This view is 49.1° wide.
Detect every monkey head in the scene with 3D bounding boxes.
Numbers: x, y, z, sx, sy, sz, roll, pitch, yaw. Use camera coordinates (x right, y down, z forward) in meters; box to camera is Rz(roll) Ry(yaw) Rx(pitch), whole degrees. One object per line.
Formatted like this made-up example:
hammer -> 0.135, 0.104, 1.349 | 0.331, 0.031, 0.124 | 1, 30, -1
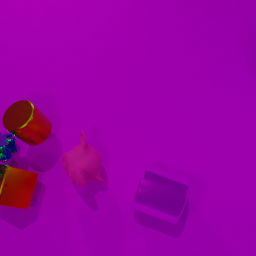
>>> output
monkey head -> -0.988, 0.884, 6.561 | 0.894, 1.068, 1.484 | -28, 110, -20

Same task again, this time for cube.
cube -> -2.796, 1.357, 6.550 | 0.858, 0.858, 0.858 | 0, 70, 36

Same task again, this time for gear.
gear -> -3.588, 0.548, 6.493 | 1.853, 1.853, 0.343 | -6, 107, -2

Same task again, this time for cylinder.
cylinder -> -2.350, -0.111, 6.592 | 0.823, 0.823, 0.823 | -8, 60, 14
cylinder -> 0.746, 1.544, 6.543 | 1.074, 1.074, 1.074 | 19, 75, 6
